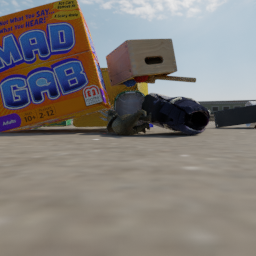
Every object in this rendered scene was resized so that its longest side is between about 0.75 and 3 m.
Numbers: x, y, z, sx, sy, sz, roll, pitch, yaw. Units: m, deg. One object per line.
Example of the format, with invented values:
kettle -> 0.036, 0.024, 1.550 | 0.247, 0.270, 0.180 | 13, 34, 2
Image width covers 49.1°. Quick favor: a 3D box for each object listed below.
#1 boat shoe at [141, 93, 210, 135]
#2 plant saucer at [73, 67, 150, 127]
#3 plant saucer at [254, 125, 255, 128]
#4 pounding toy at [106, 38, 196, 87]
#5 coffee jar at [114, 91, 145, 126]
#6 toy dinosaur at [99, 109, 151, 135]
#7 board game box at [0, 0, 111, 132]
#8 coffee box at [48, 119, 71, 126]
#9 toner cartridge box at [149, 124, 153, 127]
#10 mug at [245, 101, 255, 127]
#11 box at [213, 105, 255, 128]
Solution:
boat shoe -> 1.548, -0.229, 6.946 | 1.253, 1.009, 2.702 | 23, 15, 37
plant saucer -> -0.633, -1.404, 10.870 | 2.888, 2.888, 0.700 | -1, -35, 2
plant saucer -> 5.818, -0.102, 11.216 | 1.420, 0.245, 1.420 | 1, 2, 0
pounding toy -> 0.748, -2.058, 9.657 | 2.240, 1.593, 2.062 | -11, 1, -26
coffee jar -> 0.099, -0.434, 8.007 | 0.894, 1.093, 2.096 | -3, 1, 2
toy dinosaur -> -0.010, -0.077, 6.252 | 0.927, 0.698, 1.813 | -13, 12, -14
board game box -> -2.306, -1.644, 8.456 | 2.850, 2.848, 2.848 | -15, 2, 0
coffee box -> -4.048, -0.416, 15.311 | 1.696, 0.607, 2.759 | -1, 1, -7
toner cartridge box -> 0.316, -0.163, 11.906 | 1.403, 0.303, 0.666 | -1, 2, -26
mug -> 6.136, -0.552, 12.490 | 1.386, 1.167, 1.581 | 1, 18, 3
box -> 4.633, -0.480, 11.496 | 1.858, 0.733, 1.311 | -9, -1, 31
